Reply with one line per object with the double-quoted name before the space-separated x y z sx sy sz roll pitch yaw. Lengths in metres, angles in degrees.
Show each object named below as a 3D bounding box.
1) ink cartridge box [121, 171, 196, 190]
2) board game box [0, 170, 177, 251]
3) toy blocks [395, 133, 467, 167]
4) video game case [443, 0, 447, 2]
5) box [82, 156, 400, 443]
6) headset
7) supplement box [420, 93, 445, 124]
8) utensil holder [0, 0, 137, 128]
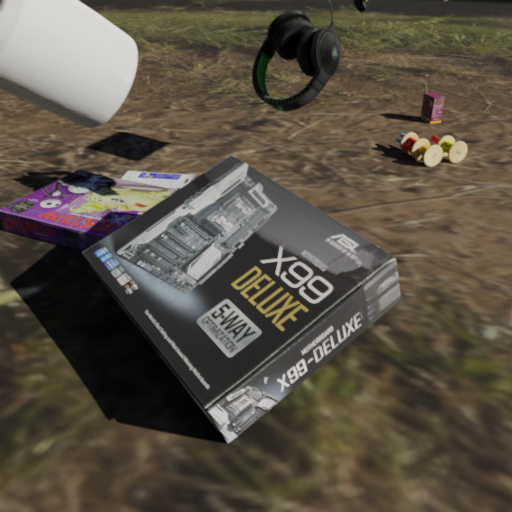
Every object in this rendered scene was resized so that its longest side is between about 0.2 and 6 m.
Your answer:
"ink cartridge box" -1.955 -1.399 11.058 1.454 0.285 0.723 4 30 9
"board game box" -2.392 -0.704 9.704 3.414 0.551 2.049 13 37 21
"toy blocks" 3.925 -2.532 12.783 1.140 0.497 1.368 -10 32 -16
"video game case" 3.410 -4.719 8.737 0.178 1.547 1.409 36 30 -1
"box" -0.303 0.240 6.758 2.509 0.792 3.182 -36 45 -15
"headset" 0.778 -2.916 7.853 1.203 1.948 0.915 45 18 33
"supplement box" 4.724 -3.957 15.018 0.366 0.709 0.464 -11 33 -18
"utensil holder" -2.580 -2.544 6.951 1.727 1.467 1.467 22 8 -46
